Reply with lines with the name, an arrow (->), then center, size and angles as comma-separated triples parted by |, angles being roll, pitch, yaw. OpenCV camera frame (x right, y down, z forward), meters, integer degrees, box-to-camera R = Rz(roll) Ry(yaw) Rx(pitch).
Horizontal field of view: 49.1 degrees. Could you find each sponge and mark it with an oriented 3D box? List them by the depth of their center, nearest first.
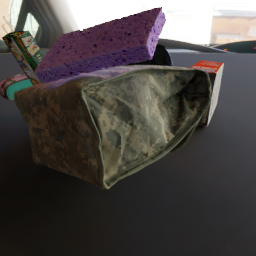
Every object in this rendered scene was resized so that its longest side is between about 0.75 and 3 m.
sponge -> -0.402, -1.183, 4.020 | 1.809, 0.270, 1.009 | -5, 45, 26

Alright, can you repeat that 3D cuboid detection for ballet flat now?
ballet flat -> -3.307, -1.748, 10.018 | 2.760, 0.954, 0.982 | -26, 48, -35

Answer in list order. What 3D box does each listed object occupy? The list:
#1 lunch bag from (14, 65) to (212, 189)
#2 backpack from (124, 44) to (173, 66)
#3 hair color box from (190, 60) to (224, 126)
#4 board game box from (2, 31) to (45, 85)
lunch bag -> -0.153, -0.333, 5.295 | 2.966, 1.744, 2.432 | -25, 20, -38
backpack -> 0.561, -1.759, 9.578 | 2.363, 2.251, 1.820 | -2, 22, -6
hair color box -> 2.447, -1.248, 9.076 | 0.903, 1.567, 2.826 | 11, 21, 18
board game box -> -1.875, -0.980, 6.435 | 0.297, 2.533, 1.327 | -42, 35, -24
